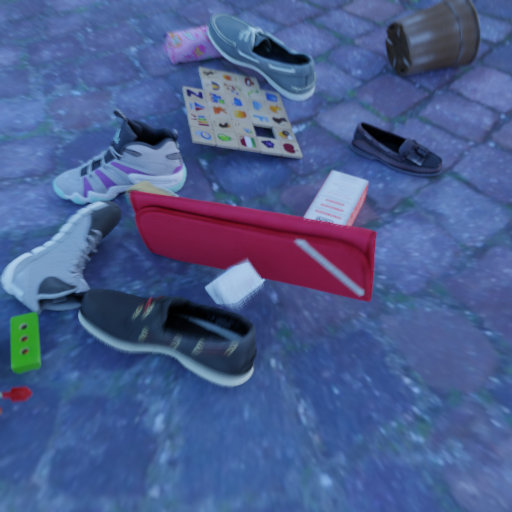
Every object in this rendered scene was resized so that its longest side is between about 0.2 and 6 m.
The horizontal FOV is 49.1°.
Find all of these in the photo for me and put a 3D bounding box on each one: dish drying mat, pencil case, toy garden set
[{"bbox_3d":[-0.118,-0.155,8.804,3.921,1.506,0.357,11,53,18],"label":"dish drying mat"},{"bbox_3d":[-1.399,-5.435,14.343,1.875,0.820,0.820,-16,50,-13],"label":"pencil case"},{"bbox_3d":[-4.161,1.863,7.977,2.169,0.433,1.808,-13,47,-12],"label":"toy garden set"}]

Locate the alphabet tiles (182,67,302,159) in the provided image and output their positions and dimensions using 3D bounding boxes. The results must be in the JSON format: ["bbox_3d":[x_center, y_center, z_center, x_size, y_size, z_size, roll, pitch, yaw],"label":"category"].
[{"bbox_3d":[-0.402,-3.188,12.200,2.379,0.107,2.846,4,47,-21],"label":"alphabet tiles"}]

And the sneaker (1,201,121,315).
[{"bbox_3d":[-2.897,0.149,9.327,1.332,0.865,2.306,39,68,24],"label":"sneaker"}]

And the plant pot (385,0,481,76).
[{"bbox_3d":[4.223,-5.281,13.698,1.730,1.748,1.748,-19,50,-7],"label":"plant pot"}]

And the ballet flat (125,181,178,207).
[{"bbox_3d":[-1.415,-0.863,9.965,1.871,0.642,0.590,27,44,8],"label":"ballet flat"}]

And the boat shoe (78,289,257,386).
[{"bbox_3d":[-1.332,0.973,8.311,2.875,0.901,1.052,17,33,16],"label":"boat shoe"}]

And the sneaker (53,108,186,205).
[{"bbox_3d":[-2.651,-1.954,10.501,2.529,1.769,0.983,-10,49,-9],"label":"sneaker"}]

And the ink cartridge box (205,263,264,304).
[{"bbox_3d":[-0.318,0.400,8.073,0.573,0.989,0.330,-37,96,-19],"label":"ink cartridge box"}]

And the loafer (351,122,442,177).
[{"bbox_3d":[2.888,-2.201,11.508,1.957,0.616,0.704,23,52,19],"label":"loafer"}]

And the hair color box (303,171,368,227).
[{"bbox_3d":[1.473,-0.886,10.412,0.779,0.470,1.535,20,50,17],"label":"hair color box"}]

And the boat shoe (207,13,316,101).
[{"bbox_3d":[0.132,-5.020,13.359,3.264,1.008,1.188,41,70,15],"label":"boat shoe"}]
